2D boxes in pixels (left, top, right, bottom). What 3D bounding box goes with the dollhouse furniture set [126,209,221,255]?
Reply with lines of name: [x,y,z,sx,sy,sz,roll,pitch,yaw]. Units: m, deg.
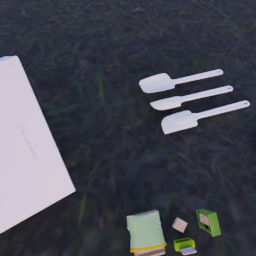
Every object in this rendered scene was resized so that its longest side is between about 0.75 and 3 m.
dollhouse furniture set: [0.836,1.986,5.344,1.662,0.642,0.831,-10,83,-7]

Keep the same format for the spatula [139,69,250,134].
spatula: [1.999,-1.008,8.399,2.936,0.236,2.041,-15,56,-15]

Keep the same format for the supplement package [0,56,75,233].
supplement package: [-2.703,0.338,5.376,2.207,2.833,1.571,-27,24,-22]
